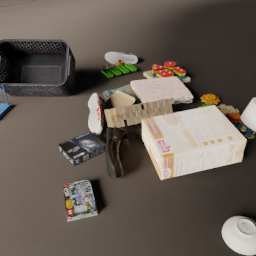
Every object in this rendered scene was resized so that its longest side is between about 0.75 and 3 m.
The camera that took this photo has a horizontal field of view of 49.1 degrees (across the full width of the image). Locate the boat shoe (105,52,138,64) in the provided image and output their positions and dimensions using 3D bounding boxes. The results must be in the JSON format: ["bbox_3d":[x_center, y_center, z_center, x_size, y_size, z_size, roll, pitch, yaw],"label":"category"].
[{"bbox_3d":[-0.350,-3.695,14.867,1.753,0.632,0.622,6,24,-6],"label":"boat shoe"}]

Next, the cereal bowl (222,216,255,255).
[{"bbox_3d":[2.597,2.327,6.252,0.909,0.378,0.909,0,35,0],"label":"cereal bowl"}]

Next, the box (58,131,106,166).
[{"bbox_3d":[-1.431,0.622,8.813,1.204,0.262,0.965,-23,41,-30],"label":"box"}]

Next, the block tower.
[{"bbox_3d":[0.472,-0.533,9.810,2.452,0.709,0.662,-14,7,-24],"label":"block tower"}]

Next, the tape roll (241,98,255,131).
[{"bbox_3d":[4.588,-0.426,9.620,1.131,0.777,1.131,15,34,-10],"label":"tape roll"}]

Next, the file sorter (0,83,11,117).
[{"bbox_3d":[-5.654,-1.031,10.439,1.862,1.142,1.292,6,36,8],"label":"file sorter"}]

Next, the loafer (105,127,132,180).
[{"bbox_3d":[-0.256,0.625,8.317,0.784,0.802,2.197,-3,35,-2],"label":"loafer"}]

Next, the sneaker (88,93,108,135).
[{"bbox_3d":[-0.937,-0.490,10.031,0.760,0.716,1.857,25,41,-34],"label":"sneaker"}]

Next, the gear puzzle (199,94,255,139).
[{"bbox_3d":[3.518,-0.599,10.458,1.548,0.392,2.990,-2,35,-3],"label":"gear puzzle"}]

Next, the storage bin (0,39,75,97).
[{"bbox_3d":[-3.738,-2.406,11.427,2.903,1.361,1.962,0,77,2],"label":"storage bin"}]

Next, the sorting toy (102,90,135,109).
[{"bbox_3d":[-0.588,-0.933,10.795,1.569,0.231,1.160,29,72,36],"label":"sorting toy"}]

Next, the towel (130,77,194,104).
[{"bbox_3d":[1.349,-1.537,11.514,2.119,0.342,2.024,-7,35,-11],"label":"towel"}]

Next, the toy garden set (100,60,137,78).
[{"bbox_3d":[-0.586,-2.897,13.891,1.591,0.318,1.327,-19,41,-25],"label":"toy garden set"}]

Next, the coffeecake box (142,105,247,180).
[{"bbox_3d":[1.861,0.351,8.458,2.490,0.910,1.911,-11,37,-8],"label":"coffeecake box"}]

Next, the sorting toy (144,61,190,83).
[{"bbox_3d":[1.830,-2.611,13.211,1.642,0.571,1.632,-16,37,-21],"label":"sorting toy"}]

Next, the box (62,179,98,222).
[{"bbox_3d":[-1.242,1.810,7.133,0.748,0.218,1.092,-10,36,-14],"label":"box"}]

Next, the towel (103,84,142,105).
[{"bbox_3d":[0.458,-1.432,11.771,2.507,0.272,1.838,-23,42,-30],"label":"towel"}]
